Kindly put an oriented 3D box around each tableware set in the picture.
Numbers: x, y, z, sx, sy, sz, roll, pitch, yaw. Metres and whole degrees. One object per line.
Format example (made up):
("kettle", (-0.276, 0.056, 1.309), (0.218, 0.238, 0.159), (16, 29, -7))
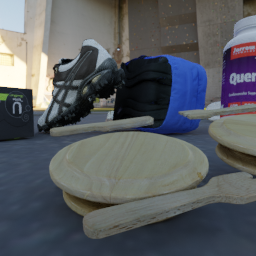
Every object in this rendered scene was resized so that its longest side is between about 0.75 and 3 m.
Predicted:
("tableware set", (0.574, 0.263, 2.026), (2.191, 0.439, 1.448), (-7, 18, -19))

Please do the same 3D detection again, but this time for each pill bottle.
("pill bottle", (2.746, -1.101, 6.100), (1.348, 2.397, 1.348), (4, -6, 0))

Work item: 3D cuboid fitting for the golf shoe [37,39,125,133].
("golf shoe", (-1.304, -0.883, 6.476), (2.739, 1.294, 1.065), (-34, -7, 30))

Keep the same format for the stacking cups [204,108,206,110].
("stacking cups", (3.456, -0.808, 15.312), (0.662, 0.662, 2.189), (-4, 5, -43))

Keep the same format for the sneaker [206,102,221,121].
("sneaker", (4.909, -0.697, 11.787), (2.997, 1.128, 1.326), (1, -8, 33))

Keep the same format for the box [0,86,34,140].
("box", (-2.838, -0.295, 5.530), (1.615, 1.004, 1.200), (3, 5, 34))

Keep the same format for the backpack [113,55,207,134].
("backpack", (0.906, -0.839, 6.965), (1.979, 1.917, 2.359), (1, 2, -27))

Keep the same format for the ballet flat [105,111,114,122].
("ballet flat", (-0.466, -0.255, 8.484), (0.525, 0.519, 1.543), (0, 4, -6))
